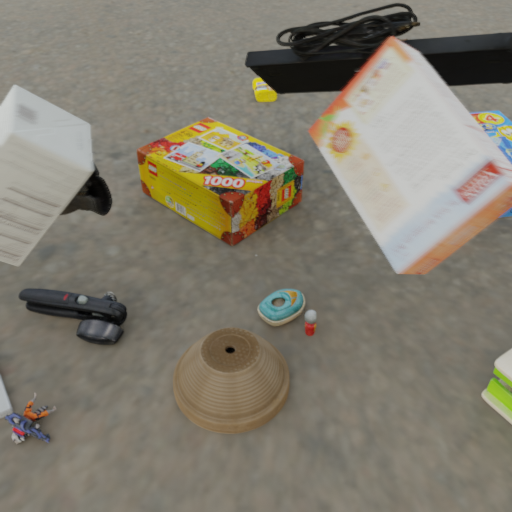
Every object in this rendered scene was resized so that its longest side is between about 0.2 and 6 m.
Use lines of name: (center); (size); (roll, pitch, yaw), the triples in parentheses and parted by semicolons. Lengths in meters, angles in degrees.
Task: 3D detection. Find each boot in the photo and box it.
boot: (-3.276, -1.534, 8.675); (1.499, 2.278, 0.795); (-3, 50, 32)

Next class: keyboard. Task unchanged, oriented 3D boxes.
keyboard: (2.118, -3.601, 9.645); (4.545, 0.901, 2.366); (3, -2, 21)

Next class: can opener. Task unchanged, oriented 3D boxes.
can opener: (-3.009, 0.842, 9.152); (2.001, 0.634, 0.787); (14, 43, 15)

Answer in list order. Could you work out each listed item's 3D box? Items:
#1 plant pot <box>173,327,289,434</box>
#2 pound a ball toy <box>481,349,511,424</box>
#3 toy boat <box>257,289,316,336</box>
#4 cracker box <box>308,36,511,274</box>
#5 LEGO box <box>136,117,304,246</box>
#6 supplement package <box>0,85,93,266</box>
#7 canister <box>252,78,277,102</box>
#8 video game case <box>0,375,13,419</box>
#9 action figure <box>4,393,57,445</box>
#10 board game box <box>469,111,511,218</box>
plant pot: (-0.372, 1.613, 8.116); (1.724, 0.796, 1.724); (-1, 40, 1)
pound a ball toy: (4.146, 1.948, 7.293); (0.867, 1.330, 2.040); (-23, 45, -25)
toy boat: (0.594, 0.885, 9.216); (0.873, 0.483, 1.039); (-32, 49, -33)
cracker box: (1.913, -1.232, 7.045); (0.721, 1.673, 2.498); (4, 51, -44)
LEGO box: (-0.759, -1.661, 11.758); (2.844, 1.098, 2.118); (31, 49, 31)
supplement package: (-3.233, -1.010, 7.552); (1.106, 2.019, 1.148); (25, 32, -38)
canister: (0.253, -4.740, 16.009); (0.646, 0.376, 0.869); (-3, 41, -4)
video game case: (-4.326, 2.088, 8.043); (1.331, 0.147, 1.212); (-22, 45, -24)
action figure: (-3.064, 2.324, 7.724); (0.687, 0.359, 0.665); (37, 55, 2)
board game box: (4.595, -2.041, 12.381); (3.128, 0.874, 3.063); (-7, 41, -8)
